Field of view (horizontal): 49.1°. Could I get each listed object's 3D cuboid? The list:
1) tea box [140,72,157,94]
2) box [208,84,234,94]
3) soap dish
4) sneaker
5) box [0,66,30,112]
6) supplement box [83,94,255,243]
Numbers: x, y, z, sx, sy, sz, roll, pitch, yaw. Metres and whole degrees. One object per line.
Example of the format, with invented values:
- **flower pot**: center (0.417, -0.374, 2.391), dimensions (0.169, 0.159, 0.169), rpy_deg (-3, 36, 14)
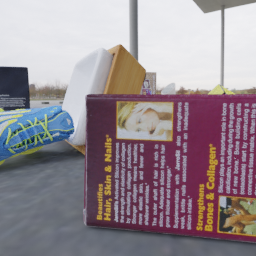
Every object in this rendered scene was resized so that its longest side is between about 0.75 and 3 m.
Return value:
- **tea box**: center (0.377, -1.849, 15.911), dimensions (1.699, 2.543, 2.502), rpy_deg (-2, 6, -21)
- **box**: center (4.224, -0.968, 11.539), dimensions (2.277, 0.571, 0.857), rpy_deg (21, -52, -34)
- **soap dish**: center (-0.668, -0.513, 5.897), dimensions (1.030, 1.995, 2.535), rpy_deg (16, -1, -23)
- **sneaker**: center (-1.579, -0.036, 4.307), dimensions (1.219, 0.879, 2.320), rpy_deg (-21, 2, 8)
- **box**: center (-5.351, -1.531, 13.132), dimensions (1.444, 2.460, 2.419), rpy_deg (-2, 5, -19)
- **supplement box**: center (0.629, 0.239, 2.234), dimensions (1.825, 1.007, 0.782), rpy_deg (2, 5, 12)
